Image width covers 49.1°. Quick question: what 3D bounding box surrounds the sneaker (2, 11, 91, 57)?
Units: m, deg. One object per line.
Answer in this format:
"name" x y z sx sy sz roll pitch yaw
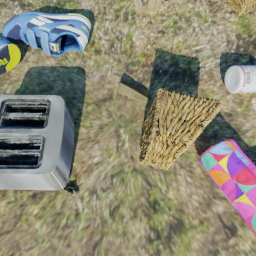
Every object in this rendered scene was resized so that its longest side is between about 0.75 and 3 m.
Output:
"sneaker" -2.698 -3.050 9.244 2.924 1.081 1.202 -3 65 -1

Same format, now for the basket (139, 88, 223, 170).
"basket" 1.218 0.249 6.868 1.600 2.148 1.533 11 65 -4

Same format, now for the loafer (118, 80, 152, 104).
"loafer" 0.202 -1.054 8.596 1.147 0.387 0.436 30 34 0

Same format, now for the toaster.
"toaster" -2.503 0.438 7.217 2.458 1.458 2.223 1 64 0

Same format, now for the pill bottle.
"pill bottle" 3.771 -1.488 8.481 1.449 0.822 0.822 -4 62 -17

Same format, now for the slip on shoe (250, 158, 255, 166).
"slip on shoe" 3.897 1.089 7.319 1.387 0.420 0.527 3 27 13

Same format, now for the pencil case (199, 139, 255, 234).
"pencil case" 2.958 1.454 6.891 1.171 1.171 2.650 -33 68 -16

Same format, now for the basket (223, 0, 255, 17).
"basket" 4.274 -5.380 10.236 1.461 1.400 1.962 -24 66 -11

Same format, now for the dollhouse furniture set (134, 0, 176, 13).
"dollhouse furniture set" 1.000 -4.862 10.341 1.464 0.759 0.648 -12 65 -6

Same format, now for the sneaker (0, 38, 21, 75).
"sneaker" -4.807 -1.939 8.741 2.783 1.029 1.144 -36 63 -23
